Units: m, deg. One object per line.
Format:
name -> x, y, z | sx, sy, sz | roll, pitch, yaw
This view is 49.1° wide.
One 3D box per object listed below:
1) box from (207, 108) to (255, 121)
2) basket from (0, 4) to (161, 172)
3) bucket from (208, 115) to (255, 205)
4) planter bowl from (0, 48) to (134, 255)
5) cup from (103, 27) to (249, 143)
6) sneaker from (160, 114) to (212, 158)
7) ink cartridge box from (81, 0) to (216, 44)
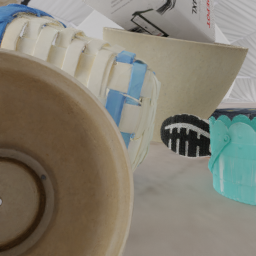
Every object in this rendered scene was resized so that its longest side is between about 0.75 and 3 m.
box -> 3.213, -0.231, 7.951 | 2.497, 0.637, 1.969 | -5, 10, -35
basket -> -0.981, -0.257, 2.852 | 2.483, 1.727, 2.189 | 18, 9, 10
bucket -> 1.431, 0.280, 2.949 | 1.204, 0.783, 1.204 | 1, 6, 0
planter bowl -> -0.686, 0.344, 1.395 | 1.219, 1.219, 0.821 | -3, -17, -23
cup -> 0.801, -0.927, 6.175 | 2.970, 2.124, 2.970 | 8, 20, -3
sneaker -> 1.464, 0.203, 4.653 | 1.928, 0.711, 0.771 | 10, 1, 29
ink cartridge box -> 0.511, -3.040, 5.723 | 2.944, 2.149, 1.241 | 18, -22, -42
